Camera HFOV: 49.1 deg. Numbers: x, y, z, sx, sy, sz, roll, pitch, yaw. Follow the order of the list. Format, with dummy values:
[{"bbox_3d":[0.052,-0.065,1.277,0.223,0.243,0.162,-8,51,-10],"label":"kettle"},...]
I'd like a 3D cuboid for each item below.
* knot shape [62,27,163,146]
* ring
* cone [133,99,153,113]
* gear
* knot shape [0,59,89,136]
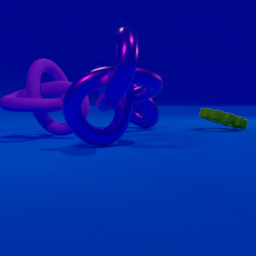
[{"bbox_3d":[-0.145,-0.726,4.513,0.865,1.753,1.873,36,46,22],"label":"knot shape"},{"bbox_3d":[-0.015,-0.732,7.756,2.032,0.406,2.032,35,-16,12],"label":"ring"},{"bbox_3d":[0.283,-0.599,11.358,1.382,1.382,1.387,0,-22,-5],"label":"cone"},{"bbox_3d":[2.587,-0.255,7.652,1.263,0.234,1.263,17,1,0],"label":"gear"},{"bbox_3d":[-1.758,-0.607,5.716,1.611,1.721,0.795,-14,-29,-30],"label":"knot shape"}]
